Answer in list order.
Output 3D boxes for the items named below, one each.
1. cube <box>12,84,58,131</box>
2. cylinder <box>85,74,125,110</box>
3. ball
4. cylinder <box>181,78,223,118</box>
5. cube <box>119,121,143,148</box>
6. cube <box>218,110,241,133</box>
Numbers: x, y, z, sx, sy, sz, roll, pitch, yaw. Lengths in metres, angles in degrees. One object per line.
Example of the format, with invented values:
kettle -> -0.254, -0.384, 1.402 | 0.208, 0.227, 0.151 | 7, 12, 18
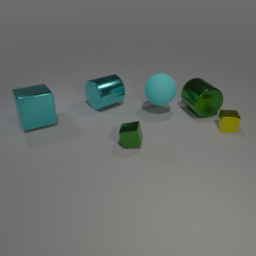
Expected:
cube -> -3.912, -0.910, 11.766 | 1.400, 1.400, 1.400 | -15, 29, -24
cylinder -> -1.083, -1.710, 13.219 | 1.400, 1.400, 1.400 | -22, 37, -33
ball -> 1.448, -1.702, 12.437 | 1.400, 1.400, 1.400 | 0, 30, 0
cylinder -> 3.322, -1.385, 12.664 | 1.400, 1.400, 1.400 | -9, 32, -15
cube -> 0.127, 0.244, 10.419 | 0.700, 0.700, 0.700 | -9, 28, 14
cube -> 4.143, -0.282, 11.502 | 0.700, 0.700, 0.700 | 3, 31, 5
